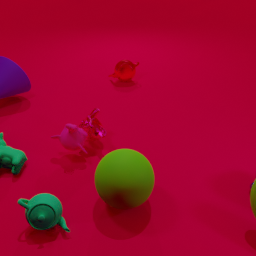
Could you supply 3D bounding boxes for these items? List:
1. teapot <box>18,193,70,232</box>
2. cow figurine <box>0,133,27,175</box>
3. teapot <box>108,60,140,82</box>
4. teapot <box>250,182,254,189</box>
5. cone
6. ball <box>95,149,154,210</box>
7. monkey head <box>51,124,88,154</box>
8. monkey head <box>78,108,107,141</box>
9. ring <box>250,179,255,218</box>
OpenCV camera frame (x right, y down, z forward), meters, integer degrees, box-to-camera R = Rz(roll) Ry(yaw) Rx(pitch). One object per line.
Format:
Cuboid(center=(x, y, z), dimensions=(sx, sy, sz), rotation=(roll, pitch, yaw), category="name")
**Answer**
Cuboid(center=(-1.580, 1.646, 5.333), dimensions=(1.125, 0.700, 0.551), rotation=(33, -2, -10), category="teapot")
Cuboid(center=(-3.004, 0.615, 6.911), dimensions=(1.100, 0.604, 1.082), rotation=(11, 29, -7), category="cow figurine")
Cuboid(center=(-0.158, -2.186, 10.648), dimensions=(1.313, 0.816, 0.643), rotation=(-24, 24, 7), category="teapot")
Cuboid(center=(3.313, 0.913, 5.642), dimensions=(0.929, 1.898, 1.180), rotation=(-25, 81, -50), category="teapot")
Cuboid(center=(-4.129, -1.251, 8.870), dimensions=(1.444, 1.444, 1.449), rotation=(17, 54, 22), category="cone")
Cuboid(center=(-0.071, 1.038, 5.736), dimensions=(1.217, 1.217, 1.217), rotation=(0, 35, 0), category="ball")
Cuboid(center=(-1.397, 0.228, 6.864), dimensions=(1.040, 0.748, 0.627), rotation=(23, 81, 12), category="monkey head")
Cuboid(center=(-0.874, -0.065, 7.479), dimensions=(0.807, 0.676, 1.122), rotation=(-54, 21, -11), category="monkey head")
Cuboid(center=(2.940, 1.310, 4.901), dimensions=(1.475, 1.475, 0.295), rotation=(23, 7, 28), category="ring")
